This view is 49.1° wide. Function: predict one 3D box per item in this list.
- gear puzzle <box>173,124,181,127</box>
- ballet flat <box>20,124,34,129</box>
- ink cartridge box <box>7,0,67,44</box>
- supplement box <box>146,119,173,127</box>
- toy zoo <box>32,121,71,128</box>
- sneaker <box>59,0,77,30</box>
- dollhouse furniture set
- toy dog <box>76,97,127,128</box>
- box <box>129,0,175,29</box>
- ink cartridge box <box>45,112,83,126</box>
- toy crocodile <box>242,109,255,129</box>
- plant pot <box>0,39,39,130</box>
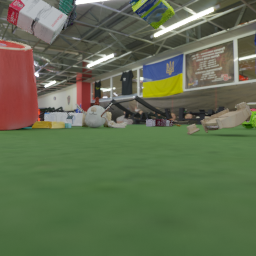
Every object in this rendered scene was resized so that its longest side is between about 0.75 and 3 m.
[{"bbox_3d":[2.359,-0.144,15.531,1.246,0.163,0.646,4,1,27],"label":"gear puzzle"},{"bbox_3d":[-4.160,-0.438,8.406,2.794,0.939,0.951,0,1,11],"label":"ballet flat"},{"bbox_3d":[-2.358,-2.888,7.359,1.240,0.900,0.517,28,-42,-12],"label":"ink cartridge box"},{"bbox_3d":[1.652,-0.259,14.743,1.243,0.379,0.677,1,0,-20],"label":"supplement box"},{"bbox_3d":[-3.092,-0.112,9.622,2.343,0.240,1.537,0,1,7],"label":"toy zoo"},{"bbox_3d":[-1.908,-3.913,9.215,0.629,0.535,1.438,-40,-4,-41],"label":"sneaker"},{"bbox_3d":[1.512,0.020,3.674,1.181,0.576,1.007,-24,1,-2],"label":"dollhouse furniture set"},{"bbox_3d":[-1.182,-0.636,10.731,1.711,1.250,2.595,0,1,-24],"label":"toy dog"},{"bbox_3d":[0.767,-3.729,8.757,0.818,0.320,1.341,-33,-32,31],"label":"box"},{"bbox_3d":[-3.434,-0.445,15.090,1.746,0.750,1.279,-2,2,-40],"label":"ink cartridge box"},{"bbox_3d":[4.135,-0.321,8.238,2.304,0.711,0.778,0,1,1],"label":"toy crocodile"},{"bbox_3d":[-3.211,-1.176,6.911,2.096,1.855,2.096,10,19,-4],"label":"plant pot"}]
